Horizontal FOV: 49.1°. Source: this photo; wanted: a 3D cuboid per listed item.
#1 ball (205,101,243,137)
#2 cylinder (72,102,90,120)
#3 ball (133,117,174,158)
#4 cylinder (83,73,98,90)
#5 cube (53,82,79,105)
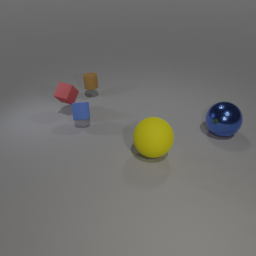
[{"bbox_3d":[3.786,-0.346,11.076,1.400,1.400,1.400,0,31,0],"label":"ball"},{"bbox_3d":[-1.944,-0.706,11.604,0.700,0.700,0.700,-5,5,0],"label":"cylinder"},{"bbox_3d":[0.873,0.321,9.677,1.400,1.400,1.400,0,31,0],"label":"ball"},{"bbox_3d":[-1.881,-2.363,14.141,0.700,0.700,0.700,-4,27,2],"label":"cylinder"},{"bbox_3d":[-2.700,-1.507,12.288,0.700,0.700,0.700,16,78,19],"label":"cube"}]
